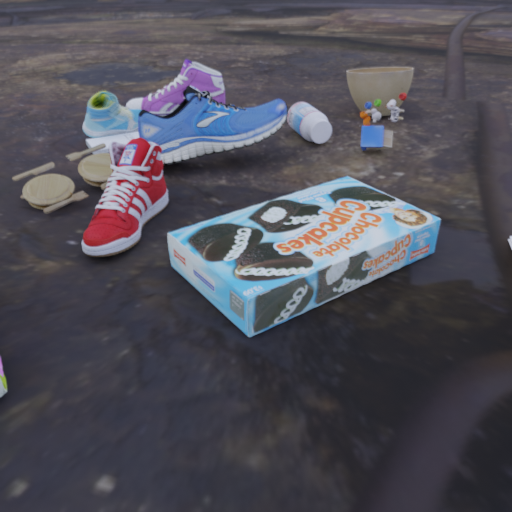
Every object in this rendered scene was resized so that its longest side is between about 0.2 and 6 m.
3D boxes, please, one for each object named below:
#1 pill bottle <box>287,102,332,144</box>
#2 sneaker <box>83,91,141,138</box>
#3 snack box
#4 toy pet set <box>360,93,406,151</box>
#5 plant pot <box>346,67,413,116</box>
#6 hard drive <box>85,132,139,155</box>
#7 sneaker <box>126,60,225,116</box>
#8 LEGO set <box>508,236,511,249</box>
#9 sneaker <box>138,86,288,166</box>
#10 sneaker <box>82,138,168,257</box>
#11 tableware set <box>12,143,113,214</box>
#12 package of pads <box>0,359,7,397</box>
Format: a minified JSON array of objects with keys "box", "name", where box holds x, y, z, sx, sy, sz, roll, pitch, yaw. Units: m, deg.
[{"box":[1.254,-3.071,13.015,0.698,0.698,1.283,-10,33,-16],"name":"pill bottle"},{"box":[-3.157,-3.326,12.868,1.615,1.054,0.642,-24,64,-35],"name":"sneaker"},{"box":[0.749,-0.193,8.321,3.546,0.658,2.060,-21,37,-30],"name":"snack box"},{"box":[2.549,-2.936,12.287,0.691,1.215,1.301,4,1,-28],"name":"toy pet set"},{"box":[3.161,-4.205,14.384,1.662,1.116,1.662,-3,23,1],"name":"plant pot"},{"box":[-3.129,-2.545,12.652,1.246,0.166,0.822,-15,33,-23],"name":"hard drive"},{"box":[-2.086,-4.241,14.236,2.555,1.457,0.926,-5,33,-6],"name":"sneaker"},{"box":[4.639,-0.115,7.089,2.506,0.823,3.355,4,14,21],"name":"LEGO set"},{"box":[-0.876,-2.813,11.401,3.200,1.427,1.257,-16,16,-13],"name":"sneaker"},{"box":[-2.147,-1.057,9.052,0.867,1.369,2.434,7,32,11],"name":"sneaker"},{"box":[-3.355,-1.355,10.518,2.022,0.405,1.337,-30,54,-31],"name":"tableware set"},{"box":[-4.933,0.674,6.170,3.184,1.406,4.122,-24,39,-34],"name":"package of pads"}]
